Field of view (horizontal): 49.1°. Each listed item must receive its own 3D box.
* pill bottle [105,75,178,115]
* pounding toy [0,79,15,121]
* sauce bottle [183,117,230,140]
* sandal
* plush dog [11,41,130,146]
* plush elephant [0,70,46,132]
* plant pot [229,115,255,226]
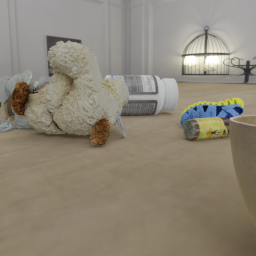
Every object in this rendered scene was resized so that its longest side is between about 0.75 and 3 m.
[{"bbox_3d":[0.482,-1.309,11.188,2.780,1.582,1.582,-1,12,-10],"label":"pill bottle"},{"bbox_3d":[-4.664,-1.178,10.248,1.300,1.684,1.829,4,12,20],"label":"pounding toy"},{"bbox_3d":[2.326,-0.016,7.401,1.738,0.562,0.562,-5,13,-19],"label":"sauce bottle"},{"bbox_3d":[2.602,-0.337,8.534,2.023,0.804,0.881,-12,49,8],"label":"sandal"},{"bbox_3d":[-1.572,-0.495,7.415,2.501,2.337,2.912,-10,-22,26],"label":"plush dog"},{"bbox_3d":[-3.142,-0.942,8.866,1.892,1.778,2.297,8,14,35],"label":"plush elephant"},{"bbox_3d":[1.839,0.621,2.198,2.010,1.349,2.010,0,6,0],"label":"plant pot"}]
